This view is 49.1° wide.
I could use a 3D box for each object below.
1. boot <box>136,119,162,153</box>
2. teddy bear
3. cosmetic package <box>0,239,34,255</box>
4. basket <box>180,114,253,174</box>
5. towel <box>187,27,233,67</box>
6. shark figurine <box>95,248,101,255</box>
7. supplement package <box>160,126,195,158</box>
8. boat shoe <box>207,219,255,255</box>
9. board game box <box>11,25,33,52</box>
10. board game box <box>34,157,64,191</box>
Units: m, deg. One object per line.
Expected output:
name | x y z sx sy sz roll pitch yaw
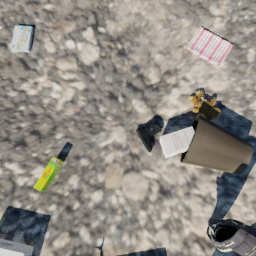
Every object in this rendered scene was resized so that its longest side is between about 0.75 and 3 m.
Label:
boot | 0.678 0.211 7.912 0.667 0.303 0.794 -28 74 -1
teddy bear | 2.202 -0.653 8.122 1.003 0.335 0.728 34 73 14
cosmetic package | -3.219 3.539 6.996 1.247 0.769 1.251 13 79 3
basket | 2.371 0.543 7.463 1.549 1.053 1.396 20 84 3
towel | 2.496 -2.494 8.533 1.182 0.177 0.865 32 80 6
shark figurine | -0.882 3.532 7.236 0.482 0.336 0.806 39 83 6
supplement package | 1.380 0.398 7.630 0.910 0.552 0.545 -18 74 -1
boat shoe | 2.281 2.368 6.431 0.728 2.320 0.843 37 78 1
board game box | -3.247 -2.742 8.601 0.543 0.138 0.807 5 79 0
board game box | -2.135 1.253 7.615 0.222 0.474 0.933 29 80 7
